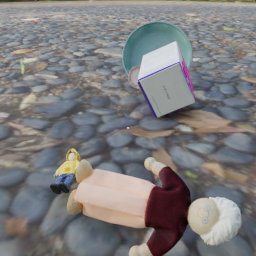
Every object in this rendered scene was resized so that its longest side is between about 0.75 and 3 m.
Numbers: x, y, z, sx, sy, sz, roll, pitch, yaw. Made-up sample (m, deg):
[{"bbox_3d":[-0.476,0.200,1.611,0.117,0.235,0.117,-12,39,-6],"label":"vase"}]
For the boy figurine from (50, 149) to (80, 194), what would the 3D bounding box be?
[{"bbox_3d":[-1.058,0.760,5.105,0.574,0.298,0.924,-9,38,23],"label":"boy figurine"}]

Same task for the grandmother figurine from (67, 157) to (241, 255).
[{"bbox_3d":[0.323,1.136,3.980,2.393,1.451,0.725,5,-10,21],"label":"grandmother figurine"}]

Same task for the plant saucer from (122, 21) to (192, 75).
[{"bbox_3d":[0.987,-2.417,9.569,2.340,2.340,0.421,3,0,5],"label":"plant saucer"}]

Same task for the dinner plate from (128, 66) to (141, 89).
[{"bbox_3d":[0.356,-1.674,9.271,0.751,0.751,0.091,-10,8,-18],"label":"dinner plate"}]

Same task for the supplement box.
[{"bbox_3d":[1.111,-1.487,8.114,1.219,1.194,2.359,-22,26,17],"label":"supplement box"}]
